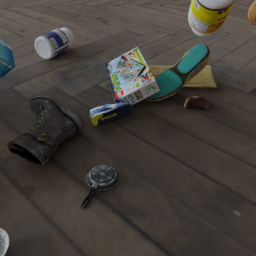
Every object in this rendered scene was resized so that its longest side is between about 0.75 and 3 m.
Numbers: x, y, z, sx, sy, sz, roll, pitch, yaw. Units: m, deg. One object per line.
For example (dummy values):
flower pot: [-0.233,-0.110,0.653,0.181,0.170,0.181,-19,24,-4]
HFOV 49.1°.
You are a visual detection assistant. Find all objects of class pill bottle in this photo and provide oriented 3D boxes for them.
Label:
pill bottle: [-3.407,-4.032,13.170,1.041,1.041,1.800,17,41,21]
pill bottle: [2.763,-4.057,9.462,1.299,2.379,1.299,-1,83,5]

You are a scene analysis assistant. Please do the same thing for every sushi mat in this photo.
sushi mat: [1.979,-2.083,11.235,2.888,0.175,1.382,1,50,3]

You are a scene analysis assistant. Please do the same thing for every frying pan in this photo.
frying pan: [-0.851,1.357,7.060,1.396,0.227,0.845,-28,45,-35]

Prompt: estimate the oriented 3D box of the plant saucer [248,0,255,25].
plant saucer: [3.759,-3.052,7.211,1.224,1.224,0.229,-4,65,-5]

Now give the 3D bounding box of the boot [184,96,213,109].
boot: [2.441,-0.829,9.697,0.739,0.321,0.888,26,42,32]

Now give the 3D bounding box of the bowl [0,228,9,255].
bowl: [-2.745,2.448,5.482,0.894,0.420,0.894,0,39,0]

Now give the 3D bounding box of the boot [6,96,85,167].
boot: [-2.671,0.012,8.245,2.357,0.816,2.052,25,44,25]

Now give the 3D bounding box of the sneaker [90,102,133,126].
sneaker: [-0.558,-0.580,9.215,1.505,0.557,0.619,-15,39,-19]

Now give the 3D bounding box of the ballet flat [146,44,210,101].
ballet flat: [1.865,-1.875,10.302,2.861,1.011,1.011,-42,46,2]

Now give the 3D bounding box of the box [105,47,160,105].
box: [0.071,-1.926,10.462,1.566,0.494,2.846,-27,39,7]

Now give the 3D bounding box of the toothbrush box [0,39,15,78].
toothbrush box: [-3.496,-1.956,6.907,0.528,1.237,0.906,-34,57,14]
